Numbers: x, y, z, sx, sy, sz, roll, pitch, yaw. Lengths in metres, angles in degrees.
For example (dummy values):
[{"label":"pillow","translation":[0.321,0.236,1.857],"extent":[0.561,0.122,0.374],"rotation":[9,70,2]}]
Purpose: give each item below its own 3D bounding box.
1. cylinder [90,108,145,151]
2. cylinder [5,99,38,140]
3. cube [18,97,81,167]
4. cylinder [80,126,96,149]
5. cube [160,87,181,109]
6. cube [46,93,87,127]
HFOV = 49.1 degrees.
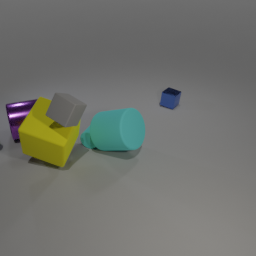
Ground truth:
[{"label":"cylinder","translation":[-0.350,0.069,9.643],"extent":[1.400,1.400,1.400],"rotation":[-4,22,37]},{"label":"cylinder","translation":[-3.817,-0.348,10.745],"extent":[1.400,1.400,1.400],"rotation":[-12,32,-21]},{"label":"cube","translation":[-2.402,0.140,8.804],"extent":[1.400,1.400,1.400],"rotation":[20,54,-1]},{"label":"cylinder","translation":[-1.296,0.295,10.338],"extent":[0.700,0.700,0.700],"rotation":[10,31,17]},{"label":"cube","translation":[2.012,-1.408,13.226],"extent":[0.700,0.700,0.700],"rotation":[24,37,25]},{"label":"cube","translation":[-1.699,-0.503,7.757],"extent":[0.700,0.700,0.700],"rotation":[30,12,13]}]
